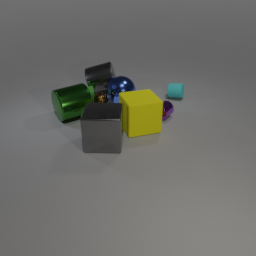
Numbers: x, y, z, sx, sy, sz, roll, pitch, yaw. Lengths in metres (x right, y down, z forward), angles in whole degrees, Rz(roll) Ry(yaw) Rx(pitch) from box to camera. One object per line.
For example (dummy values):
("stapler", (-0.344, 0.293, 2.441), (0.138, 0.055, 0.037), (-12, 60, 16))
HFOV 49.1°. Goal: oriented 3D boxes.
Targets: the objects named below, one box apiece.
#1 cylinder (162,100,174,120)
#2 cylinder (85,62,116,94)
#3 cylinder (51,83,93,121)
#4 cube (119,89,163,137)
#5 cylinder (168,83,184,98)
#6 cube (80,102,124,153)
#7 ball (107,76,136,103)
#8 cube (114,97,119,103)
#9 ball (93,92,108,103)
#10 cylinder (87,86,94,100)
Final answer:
("cylinder", (1.571, -0.782, 12.428), (0.700, 0.700, 0.700), (19, 34, 30))
("cylinder", (-1.382, -2.609, 14.644), (1.400, 1.400, 1.400), (-14, 29, 6))
("cylinder", (-2.460, -1.141, 12.302), (1.400, 1.400, 1.400), (-19, 35, -26))
("cube", (0.485, -0.631, 11.435), (1.400, 1.400, 1.400), (-9, 30, -16))
("cylinder", (2.432, -1.906, 14.185), (0.700, 0.700, 0.700), (5, 29, 24))
("cube", (-0.906, -0.027, 10.374), (1.400, 1.400, 1.400), (1, 29, 2))
("ball", (-0.323, -1.809, 13.556), (1.400, 1.400, 1.400), (0, 29, 0))
("cube", (-0.294, -0.983, 12.790), (0.700, 0.700, 0.700), (0, 29, -1))
("ball", (-1.276, -1.303, 12.962), (0.700, 0.700, 0.700), (0, 29, 0))
("cylinder", (-2.048, -1.702, 13.885), (0.700, 0.700, 0.700), (-9, 31, -10))
